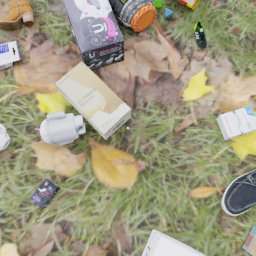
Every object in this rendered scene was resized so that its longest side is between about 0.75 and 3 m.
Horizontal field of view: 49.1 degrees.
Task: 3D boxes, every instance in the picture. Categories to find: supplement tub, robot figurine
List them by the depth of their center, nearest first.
[{"bbox_3d":[-2.438,0.042,10.235,1.722,1.460,0.972,-12,35,-2],"label":"robot figurine"},{"bbox_3d":[-0.012,-5.326,11.642,1.514,1.514,2.471,-34,77,-9],"label":"supplement tub"}]

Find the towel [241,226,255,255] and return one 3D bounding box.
[{"bbox_3d":[4.693,4.121,9.651,1.283,0.139,0.941,33,76,9],"label":"towel"}]

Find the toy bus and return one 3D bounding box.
[{"bbox_3d":[2.200,-6.107,11.996,2.233,1.223,2.367,-7,103,22],"label":"toy bus"}]

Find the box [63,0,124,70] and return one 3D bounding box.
[{"bbox_3d":[-1.324,-3.951,11.229,1.743,1.514,2.638,-19,75,-5],"label":"box"}]

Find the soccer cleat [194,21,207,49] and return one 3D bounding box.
[{"bbox_3d":[3.049,-3.902,11.762,0.398,0.477,1.178,-12,74,-4],"label":"soccer cleat"}]

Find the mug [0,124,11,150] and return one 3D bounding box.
[{"bbox_3d":[-4.850,0.269,10.292,0.967,0.814,1.103,30,120,-5],"label":"mug"}]

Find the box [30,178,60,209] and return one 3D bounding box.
[{"bbox_3d":[-2.942,2.330,9.976,0.562,0.488,0.920,34,77,9],"label":"box"}]

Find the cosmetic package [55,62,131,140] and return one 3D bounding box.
[{"bbox_3d":[-1.299,-1.044,10.686,2.743,0.975,1.443,44,79,11],"label":"cosmetic package"}]

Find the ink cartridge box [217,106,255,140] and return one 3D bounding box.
[{"bbox_3d":[4.178,-0.182,10.664,1.285,0.541,0.929,-16,75,-4],"label":"ink cartridge box"}]

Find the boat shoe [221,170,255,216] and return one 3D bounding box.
[{"bbox_3d":[4.569,2.024,9.852,2.958,0.921,1.104,-31,78,-7],"label":"boat shoe"}]

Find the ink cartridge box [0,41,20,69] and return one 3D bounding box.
[{"bbox_3d":[-5.444,-2.880,11.538,1.997,0.370,0.946,-17,74,-2],"label":"ink cartridge box"}]

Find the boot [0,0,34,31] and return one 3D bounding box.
[{"bbox_3d":[-4.913,-4.908,11.966,1.649,0.632,1.280,-16,75,-5],"label":"boot"}]

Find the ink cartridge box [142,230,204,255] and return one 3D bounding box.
[{"bbox_3d":[1.464,4.015,8.434,1.838,2.518,1.061,25,76,7],"label":"ink cartridge box"}]
